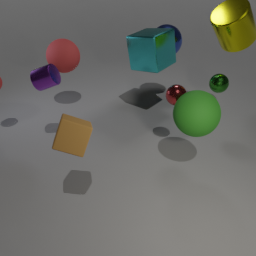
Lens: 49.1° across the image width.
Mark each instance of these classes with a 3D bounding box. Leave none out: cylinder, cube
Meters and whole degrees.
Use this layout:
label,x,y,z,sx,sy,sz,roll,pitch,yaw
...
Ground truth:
label,x,y,z,sx,sy,sz,roll,pitch,yaw
cylinder,-2.628,-1.617,8.958,0.700,0.700,0.700,-16,27,17
cylinder,3.944,-3.806,10.415,1.400,1.400,1.400,-19,51,25
cube,0.965,-3.169,11.336,1.400,1.400,1.400,16,38,38
cube,-1.248,0.152,6.297,0.700,0.700,0.700,18,9,-14

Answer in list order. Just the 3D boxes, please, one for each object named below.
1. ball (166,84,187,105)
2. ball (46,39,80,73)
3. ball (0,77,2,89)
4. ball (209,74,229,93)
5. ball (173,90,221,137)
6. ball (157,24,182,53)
label,x,y,z,sx,sy,sz,roll,pitch,yaw
ball,1.601,-1.092,9.288,0.700,0.700,0.700,0,31,0
ball,-2.716,-3.024,11.758,1.400,1.400,1.400,0,31,0
ball,-4.759,-1.586,9.759,0.700,0.700,0.700,0,31,0
ball,3.316,-1.629,10.211,0.700,0.700,0.700,0,31,0
ball,2.052,-0.429,8.384,1.400,1.400,1.400,0,31,0
ball,1.687,-3.840,12.370,1.400,1.400,1.400,0,31,0
